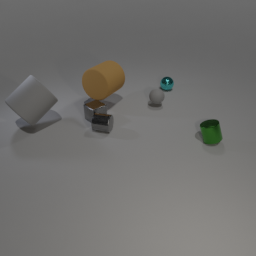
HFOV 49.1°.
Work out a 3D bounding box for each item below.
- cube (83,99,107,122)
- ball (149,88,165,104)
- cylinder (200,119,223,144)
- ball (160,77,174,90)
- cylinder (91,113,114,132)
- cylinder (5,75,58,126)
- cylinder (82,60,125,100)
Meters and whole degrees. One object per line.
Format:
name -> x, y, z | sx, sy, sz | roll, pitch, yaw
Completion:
cube -> -1.359, -0.674, 11.725 | 0.700, 0.700, 0.700 | -27, 41, -34
ball -> 1.307, -1.441, 12.685 | 0.700, 0.700, 0.700 | 0, 32, 0
cylinder -> 3.048, 0.136, 10.266 | 0.700, 0.700, 0.700 | -17, 22, 7
ball -> 1.991, -2.271, 14.298 | 0.700, 0.700, 0.700 | 0, 32, 0
cylinder -> -0.993, -0.214, 10.994 | 0.700, 0.700, 0.700 | 8, 33, 13
cylinder -> -3.668, -1.049, 10.726 | 1.400, 1.400, 1.400 | -48, 47, -7
cylinder -> -1.052, -2.089, 12.213 | 1.400, 1.400, 1.400 | 16, 34, 24
